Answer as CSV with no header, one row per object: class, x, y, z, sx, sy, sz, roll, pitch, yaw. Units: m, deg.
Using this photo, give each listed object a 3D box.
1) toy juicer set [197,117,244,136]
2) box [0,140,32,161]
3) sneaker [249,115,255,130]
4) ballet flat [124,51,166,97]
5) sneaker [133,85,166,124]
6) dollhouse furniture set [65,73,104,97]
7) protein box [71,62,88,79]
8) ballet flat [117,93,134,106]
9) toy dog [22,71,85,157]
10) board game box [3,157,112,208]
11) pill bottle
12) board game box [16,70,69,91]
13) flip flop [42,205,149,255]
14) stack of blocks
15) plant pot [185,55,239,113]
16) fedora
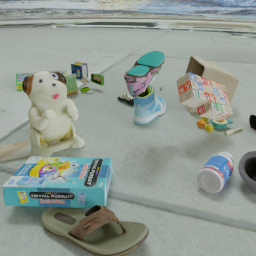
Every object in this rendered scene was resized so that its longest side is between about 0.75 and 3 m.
toy juicer set,3.328,-0.169,10.343,1.638,0.446,1.042,20,33,32
box,-3.519,0.705,8.749,0.905,0.352,0.430,-12,30,-21
sneaker,5.287,-0.061,9.831,0.941,0.709,2.013,-15,28,-16
ballet flat,0.497,-1.605,8.405,0.817,0.841,2.364,16,36,16
sneaker,0.946,-1.190,11.216,0.885,1.453,2.226,13,29,25
dollhouse furniture set,-2.153,-2.110,13.495,0.777,1.005,2.011,24,35,39
protein box,-2.754,-3.268,15.915,0.805,0.811,0.547,19,33,33
ballet flat,-0.059,-1.340,12.641,0.406,0.408,1.193,-23,35,-35
toy dog,-2.464,-0.622,9.050,1.698,2.433,2.359,-12,30,-23
board game box,-1.625,1.299,7.077,2.301,0.540,1.737,1,17,1
pill bottle,2.418,1.131,7.548,0.705,0.705,1.256,18,34,31
board game box,-4.568,-2.620,15.126,2.745,0.400,1.847,-10,28,-18
flip flop,-0.779,1.958,5.873,2.459,0.708,0.997,9,24,26
stack of blocks,2.518,-0.981,9.161,1.952,1.124,0.572,10,-27,-37
plant pot,3.518,-1.799,12.091,1.764,1.990,1.992,8,26,-10
fedora,3.499,1.269,7.379,1.179,0.602,1.334,4,37,14
